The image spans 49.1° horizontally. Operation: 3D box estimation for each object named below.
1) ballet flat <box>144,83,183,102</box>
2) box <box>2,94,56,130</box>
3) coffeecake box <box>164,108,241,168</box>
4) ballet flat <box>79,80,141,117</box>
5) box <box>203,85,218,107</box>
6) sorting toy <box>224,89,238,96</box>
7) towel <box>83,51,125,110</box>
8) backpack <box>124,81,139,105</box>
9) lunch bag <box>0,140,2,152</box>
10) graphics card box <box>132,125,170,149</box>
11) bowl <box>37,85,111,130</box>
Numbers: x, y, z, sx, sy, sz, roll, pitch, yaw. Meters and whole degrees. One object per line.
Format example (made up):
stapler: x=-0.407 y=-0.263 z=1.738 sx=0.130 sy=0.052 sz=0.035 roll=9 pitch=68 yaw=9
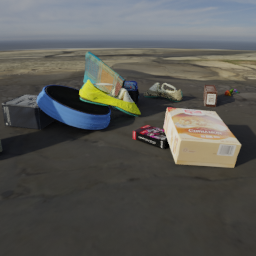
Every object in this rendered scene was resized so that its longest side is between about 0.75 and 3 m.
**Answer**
ballet flat: x=1.909 y=-2.040 z=15.347 sx=2.349 sy=0.884 sz=0.797 roll=13 pitch=31 yaw=32
box: x=-3.954 y=-0.690 z=11.581 sx=1.628 sy=1.011 sz=1.641 roll=5 pitch=21 yaw=14
coffeecake box: x=2.198 y=0.224 z=8.848 sx=1.751 sy=0.834 sz=2.282 roll=4 pitch=27 yaw=-5
ballet flat: x=-0.576 y=-1.282 z=11.786 sx=2.971 sy=0.996 sz=0.993 roll=15 pitch=13 yaw=-29
box: x=4.275 y=-1.704 z=14.599 sx=0.600 sy=0.802 sz=1.602 roll=5 pitch=21 yaw=12
sorting toy: x=6.087 y=-2.041 z=16.338 sx=1.018 sy=0.353 sz=0.351 roll=-15 pitch=49 yaw=-31
towel: x=-1.205 y=-2.230 z=13.193 sx=0.276 sy=1.863 sz=2.540 roll=-30 pitch=61 yaw=-35
backpack: x=-0.148 y=-1.873 z=14.575 sx=1.576 sy=1.162 sz=1.727 roll=3 pitch=20 yaw=10
lunch bag: x=-5.132 y=-0.274 z=8.173 sx=1.550 sy=2.636 sz=2.162 roll=13 pitch=24 yaw=32
graphics card box: x=0.958 y=0.300 z=9.895 sx=1.401 sy=0.356 sz=0.879 roll=19 pitch=27 yaw=39
bowl: x=-2.086 y=-0.916 z=11.287 sx=3.006 sy=0.590 sz=3.006 roll=21 pitch=19 yaw=-8
